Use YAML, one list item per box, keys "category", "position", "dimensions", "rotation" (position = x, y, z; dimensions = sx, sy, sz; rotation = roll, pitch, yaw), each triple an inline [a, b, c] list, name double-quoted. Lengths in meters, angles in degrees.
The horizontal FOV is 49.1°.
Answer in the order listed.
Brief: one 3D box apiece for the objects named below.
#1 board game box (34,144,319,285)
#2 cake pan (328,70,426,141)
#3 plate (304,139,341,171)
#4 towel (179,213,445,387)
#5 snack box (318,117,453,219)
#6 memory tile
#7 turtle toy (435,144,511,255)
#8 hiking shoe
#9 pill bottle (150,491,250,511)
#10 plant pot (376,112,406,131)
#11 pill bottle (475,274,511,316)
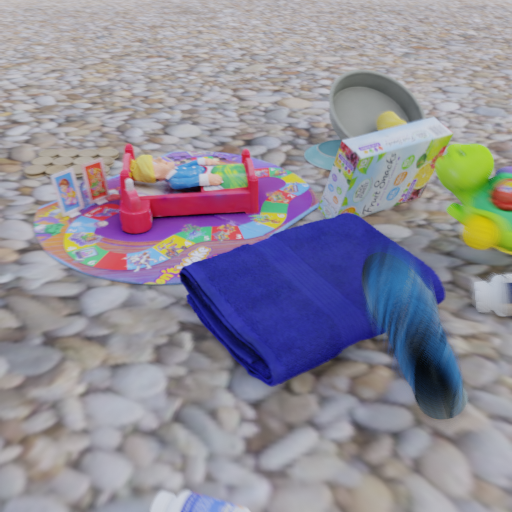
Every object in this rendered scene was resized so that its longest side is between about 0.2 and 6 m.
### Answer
- category: "board game box"
  position: [-1.410, -1.387, 10.558]
  dimensions: [4.249, 1.047, 5.378]
  rotation: [22, 39, 31]
- category: "cake pan"
  position: [2.694, -3.169, 12.719]
  dimensions: [2.401, 0.440, 2.401]
  rotation: [7, 63, -14]
- category: "plate"
  position: [1.990, -2.374, 12.883]
  dimensions: [1.763, 0.225, 1.763]
  rotation: [0, 31, 0]
- category: "towel"
  position: [0.801, 0.513, 7.928]
  dimensions: [3.171, 0.786, 2.341]
  rotation: [-20, 44, -28]
- category: "snack box"
  position: [2.344, -1.535, 10.214]
  dimensions: [2.249, 1.599, 0.596]
  rotation: [-18, 54, -27]
- category: "memory tile"
  position: [-4.070, -2.058, 12.451]
  dimensions: [1.824, 0.153, 1.398]
  rotation: [0, 33, -1]
- category: "turtle toy"
  position: [3.852, -0.797, 8.673]
  dimensions: [2.466, 1.247, 1.797]
  rotation: [30, 29, 7]
- category: "hiking shoe"
  position: [1.737, 0.762, 6.094]
  dimensions: [0.739, 0.862, 1.987]
  rotation: [-26, 68, 6]
- category: "pill bottle"
  position: [-0.518, 2.422, 5.068]
  dimensions: [0.853, 0.478, 0.478]
  rotation: [10, 34, 16]
- category: "plant pot"
  position: [2.998, -2.838, 12.462]
  dimensions: [0.688, 0.688, 0.648]
  rotation: [-8, 55, -12]
- category: "pill bottle"
  position: [3.639, 0.543, 7.823]
  dimensions: [1.055, 0.586, 0.586]
  rotation: [-5, 29, 21]
